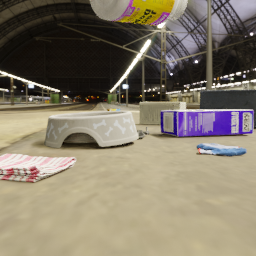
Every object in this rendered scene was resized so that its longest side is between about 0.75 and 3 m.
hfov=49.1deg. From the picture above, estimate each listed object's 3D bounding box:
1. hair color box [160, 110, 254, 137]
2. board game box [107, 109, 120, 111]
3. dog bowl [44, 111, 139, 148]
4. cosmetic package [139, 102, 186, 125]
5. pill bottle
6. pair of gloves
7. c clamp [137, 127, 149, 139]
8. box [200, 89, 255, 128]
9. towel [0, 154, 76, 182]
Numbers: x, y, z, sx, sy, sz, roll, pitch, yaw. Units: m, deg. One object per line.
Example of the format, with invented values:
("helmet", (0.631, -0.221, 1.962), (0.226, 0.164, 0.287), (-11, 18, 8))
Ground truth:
("hair color box", (2.243, -0.173, 8.116), (2.328, 0.754, 1.272), (-3, 4, -14))
("board game box", (-0.767, -0.689, 15.108), (0.180, 0.682, 0.892), (4, 6, 38))
("dog bowl", (-0.819, -0.023, 6.285), (2.092, 0.613, 2.092), (-3, 7, 0))
("cosmetic package", (1.519, -0.650, 12.410), (1.986, 1.045, 0.706), (4, 6, 32))
("pill bottle", (0.435, -3.745, 7.960), (2.884, 1.503, 1.503), (-14, 13, -42))
("pair of gloves", (1.672, 0.375, 5.096), (0.818, 0.116, 1.018), (1, 5, 12))
("c clamp", (-0.128, 0.170, 7.462), (1.485, 0.201, 1.268), (0, 11, -4))
("box", (4.400, -0.815, 11.578), (2.502, 1.494, 2.545), (2, 6, 23))
("towel", (-1.401, 0.458, 3.582), (1.223, 0.183, 0.895), (1, 4, 17))
